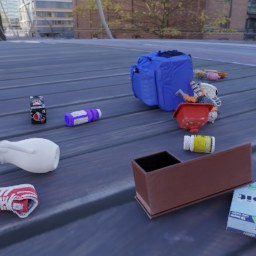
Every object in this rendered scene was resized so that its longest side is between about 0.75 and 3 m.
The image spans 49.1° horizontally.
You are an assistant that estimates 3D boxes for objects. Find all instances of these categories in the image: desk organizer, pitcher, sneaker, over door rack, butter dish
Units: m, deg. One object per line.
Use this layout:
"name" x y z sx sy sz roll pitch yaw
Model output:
"desk organizer" 1.269 0.852 5.503 2.281 0.878 0.818 -14 18 -15
"pitcher" -2.310 0.573 6.393 1.322 0.801 1.134 7 -16 -2
"sneaker" -2.273 1.406 5.181 1.208 0.430 0.680 -11 21 -30
"sneaker" 3.165 -1.851 12.905 1.847 0.744 1.352 1 25 18
"over door rack" 3.226 -1.216 11.804 1.221 0.407 0.902 2 21 6
"butter dish" 2.085 -0.256 8.945 1.140 0.845 1.143 2 -21 -4

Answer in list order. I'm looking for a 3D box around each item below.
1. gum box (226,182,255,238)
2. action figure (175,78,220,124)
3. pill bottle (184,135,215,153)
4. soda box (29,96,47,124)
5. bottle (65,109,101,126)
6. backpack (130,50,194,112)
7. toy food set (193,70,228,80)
"gum box" 2.509 1.494 5.112 1.175 0.308 1.383 10 24 24
"action figure" 2.436 -0.852 9.931 1.823 0.953 1.763 -16 55 -26
"pill bottle" 1.924 0.428 7.603 0.781 0.446 0.446 4 22 9
"soda box" -3.296 -0.682 10.190 0.530 0.592 1.674 -5 21 -18
"bottle" -1.544 -0.397 9.725 1.253 0.409 0.523 -15 25 -33
"backpack" 1.237 -2.105 11.581 2.306 2.233 2.749 -8 24 -12
"toy food set" 4.974 -3.161 16.764 2.687 0.423 1.708 -6 22 -35
